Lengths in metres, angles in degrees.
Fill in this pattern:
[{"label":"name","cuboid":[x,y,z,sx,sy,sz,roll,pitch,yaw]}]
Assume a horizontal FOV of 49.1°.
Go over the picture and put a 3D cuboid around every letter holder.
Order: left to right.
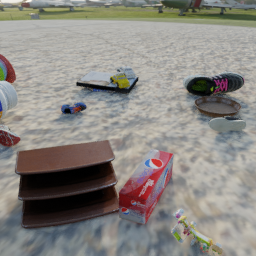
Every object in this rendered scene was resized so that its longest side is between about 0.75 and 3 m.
[{"label":"letter holder","cuboid":[-1.300,1.195,6.185,2.123,1.068,1.509,-7,29,-13]}]

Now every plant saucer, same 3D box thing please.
[{"label":"plant saucer","cuboid":[3.496,-0.814,11.021,1.786,0.308,1.786,1,27,0]}]

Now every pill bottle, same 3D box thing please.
[{"label":"pill bottle","cuboid":[-5.144,-0.742,9.574,1.467,1.467,2.618,13,29,25]}]

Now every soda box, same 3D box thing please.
[{"label":"soda box","cuboid":[0.479,1.254,6.452,0.629,0.694,1.982,11,28,21]}]

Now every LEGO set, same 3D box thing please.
[{"label":"LEGO set","cuboid":[1.209,2.048,5.240,1.086,0.500,0.404,43,60,16]}]

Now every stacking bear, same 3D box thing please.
[{"label":"stacking bear","cuboid":[-6.489,-2.266,12.695,1.720,1.610,2.832,0,32,0]}]

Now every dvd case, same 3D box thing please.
[{"label":"dvd case","cuboid":[-0.955,-2.284,13.683,2.641,0.232,1.884,10,30,12]}]

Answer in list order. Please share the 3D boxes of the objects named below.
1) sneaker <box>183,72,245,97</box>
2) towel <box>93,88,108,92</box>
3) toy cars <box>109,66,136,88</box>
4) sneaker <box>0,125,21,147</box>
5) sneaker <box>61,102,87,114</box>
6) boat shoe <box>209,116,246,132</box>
[{"label":"sneaker","cuboid":[3.784,-1.868,12.416,2.672,0.986,1.169,1,27,11]},{"label":"towel","cuboid":[-0.948,-1.994,13.515,1.457,0.174,1.055,-2,27,-4]},{"label":"toy cars","cuboid":[-0.239,-2.602,13.502,1.127,0.557,2.514,9,30,9]},{"label":"sneaker","cuboid":[-3.878,0.150,8.815,1.434,0.558,0.589,16,30,28]},{"label":"sneaker","cuboid":[-2.095,-0.713,10.820,1.023,0.385,0.401,-10,34,-1]},{"label":"boat shoe","cuboid":[3.331,-0.182,9.543,1.357,0.501,0.409,-2,27,-11]}]
